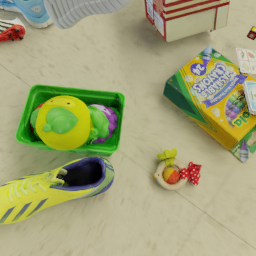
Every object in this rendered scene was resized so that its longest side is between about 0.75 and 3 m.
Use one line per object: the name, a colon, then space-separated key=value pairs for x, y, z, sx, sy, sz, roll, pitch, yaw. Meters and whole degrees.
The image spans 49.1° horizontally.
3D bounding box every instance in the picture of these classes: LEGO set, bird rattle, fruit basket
LEGO set: x=3.915 y=-1.561 z=7.027 sx=2.142 sy=0.704 sz=2.867 roll=6 pitch=58 yaw=-4
bird rattle: x=1.105 y=1.032 z=6.539 sx=1.145 sy=0.645 sz=0.933 roll=39 pitch=82 yaw=3
fruit basket: x=-1.259 y=-0.209 z=6.060 sx=2.452 sy=2.452 sz=1.768 roll=6 pitch=65 yaw=3

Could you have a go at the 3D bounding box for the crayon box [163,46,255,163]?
crayon box: x=2.490 y=-0.690 z=7.154 sx=1.719 sy=0.705 sz=2.734 roll=-40 pitch=71 yaw=-17

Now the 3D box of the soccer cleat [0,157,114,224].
soccer cleat: x=-1.747 y=1.230 z=5.933 sx=2.970 sy=1.242 sz=0.960 roll=-15 pitch=65 yaw=-7

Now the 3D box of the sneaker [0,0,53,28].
sneaker: x=-3.407 y=-4.263 z=8.537 sx=2.849 sy=1.281 sz=1.117 roll=30 pitch=68 yaw=13

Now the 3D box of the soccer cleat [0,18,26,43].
soccer cleat: x=-3.964 y=-2.823 z=8.270 sx=1.816 sy=0.623 sz=0.774 roll=-17 pitch=57 yaw=-12

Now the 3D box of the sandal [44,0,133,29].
sandal: x=-0.593 y=-2.234 z=4.397 sx=2.300 sy=0.936 sz=0.565 roll=3 pitch=40 yaw=45

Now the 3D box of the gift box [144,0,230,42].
gift box: x=1.680 y=-3.799 z=7.950 sx=2.130 sy=2.281 sz=2.105 roll=-18 pitch=53 yaw=-5
